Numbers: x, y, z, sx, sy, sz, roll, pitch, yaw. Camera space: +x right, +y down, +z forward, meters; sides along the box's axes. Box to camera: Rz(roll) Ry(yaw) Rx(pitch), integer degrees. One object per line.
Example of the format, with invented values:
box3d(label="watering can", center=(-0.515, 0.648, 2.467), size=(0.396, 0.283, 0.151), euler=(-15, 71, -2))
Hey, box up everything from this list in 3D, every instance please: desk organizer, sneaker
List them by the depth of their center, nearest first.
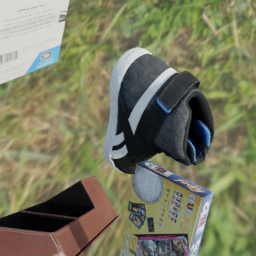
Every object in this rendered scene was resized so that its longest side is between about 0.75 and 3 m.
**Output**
box3d(label="sneaker", center=(0.336, 0.204, 3.297), size=(1.155, 2.065, 0.754), euler=(38, 60, 27))
box3d(label="desk organizer", center=(-0.804, 1.199, 3.617), size=(0.723, 2.017, 0.776), euler=(-32, 80, 7))

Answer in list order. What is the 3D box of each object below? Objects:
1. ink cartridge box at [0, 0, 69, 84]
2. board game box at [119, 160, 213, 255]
box3d(label="ink cartridge box", center=(-1.994, -2.209, 4.895), size=(1.687, 2.908, 0.986), euler=(-34, 77, -35))
box3d(label="board game box", center=(0.284, 0.883, 2.441), size=(0.686, 0.175, 1.013), euler=(23, 110, 39))
